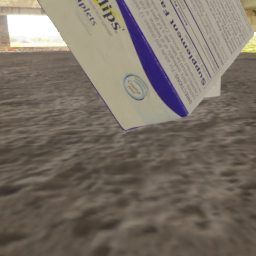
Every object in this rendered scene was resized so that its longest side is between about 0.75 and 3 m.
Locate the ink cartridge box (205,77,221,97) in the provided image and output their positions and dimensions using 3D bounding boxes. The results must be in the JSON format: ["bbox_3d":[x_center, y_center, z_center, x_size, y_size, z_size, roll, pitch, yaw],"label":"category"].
[{"bbox_3d":[1.253,-1.865,6.147,1.387,2.388,0.803,-8,15,-16],"label":"ink cartridge box"}]

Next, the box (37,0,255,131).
[{"bbox_3d":[0.254,-0.990,2.456,0.798,1.399,1.522,-14,25,50],"label":"box"}]
